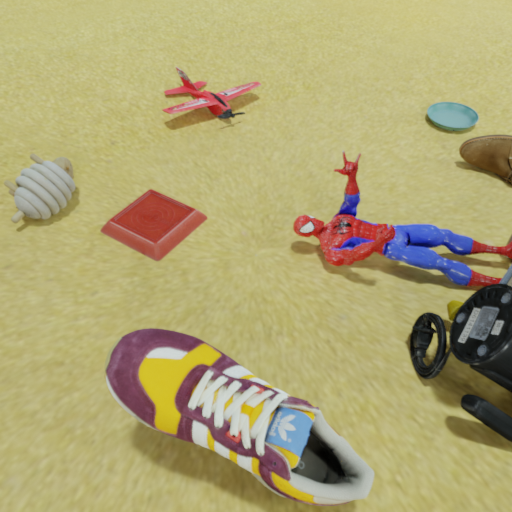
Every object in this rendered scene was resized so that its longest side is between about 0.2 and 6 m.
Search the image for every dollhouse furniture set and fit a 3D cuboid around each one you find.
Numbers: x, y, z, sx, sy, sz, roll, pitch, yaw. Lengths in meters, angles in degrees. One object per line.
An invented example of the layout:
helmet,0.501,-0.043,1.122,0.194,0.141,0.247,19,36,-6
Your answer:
dollhouse furniture set,3.682,-0.096,7.626,2.237,2.112,1.460,-8,43,-25

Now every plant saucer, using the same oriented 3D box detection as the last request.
plant saucer,-1.737,-0.614,9.508,1.334,0.245,1.337,25,49,24
plant saucer,4.167,-2.938,11.931,1.067,0.192,1.067,0,45,0

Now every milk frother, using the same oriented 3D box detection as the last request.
milk frother,3.039,1.268,6.986,1.654,1.587,1.758,31,9,-16

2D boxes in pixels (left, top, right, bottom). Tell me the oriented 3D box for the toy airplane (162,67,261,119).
toy airplane,-1.184,-3.520,12.343,2.418,0.445,2.418,1,43,-1

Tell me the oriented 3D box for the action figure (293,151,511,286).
action figure,2.229,-0.428,8.173,3.442,1.704,1.123,8,59,11

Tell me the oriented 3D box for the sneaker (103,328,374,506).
sneaker,-0.109,1.552,5.556,2.852,1.285,1.069,33,62,-17

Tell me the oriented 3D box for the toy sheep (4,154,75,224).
toy sheep,-3.669,-1.121,9.556,0.996,0.996,1.445,27,71,25

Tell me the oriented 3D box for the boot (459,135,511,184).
boot,4.758,-1.639,10.273,2.065,0.760,0.779,17,57,14
